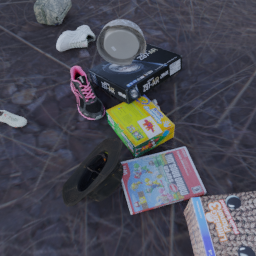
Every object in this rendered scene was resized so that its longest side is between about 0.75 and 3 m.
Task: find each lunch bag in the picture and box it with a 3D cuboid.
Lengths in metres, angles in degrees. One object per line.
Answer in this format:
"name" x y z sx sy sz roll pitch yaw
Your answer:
"lunch bag" -3.639 -5.838 13.744 1.363 1.132 1.625 11 56 11

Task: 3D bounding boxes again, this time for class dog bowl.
"dog bowl" -0.231 -3.151 10.288 1.809 1.809 0.531 3 54 2

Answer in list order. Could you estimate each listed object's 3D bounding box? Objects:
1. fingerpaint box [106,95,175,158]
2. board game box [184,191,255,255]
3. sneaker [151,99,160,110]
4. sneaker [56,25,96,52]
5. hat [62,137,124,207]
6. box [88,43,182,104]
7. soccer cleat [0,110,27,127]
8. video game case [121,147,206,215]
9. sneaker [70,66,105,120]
"fingerpaint box" 0.417 -0.142 9.952 1.634 0.718 1.958 -28 54 -18
"board game box" 3.021 2.892 7.610 2.472 1.197 1.971 -6 55 -5
"sneaker" 1.011 -0.758 10.763 0.355 0.292 0.772 -17 49 -2
"sneaker" -2.306 -3.966 12.706 1.959 0.763 0.974 -37 66 -22
"hat" -0.843 1.519 8.594 1.008 2.498 2.498 45 56 -23
"box" 0.316 -2.311 11.152 2.957 0.644 2.369 -34 46 -24
"soccer cleat" -4.367 -0.363 10.318 1.296 0.503 0.449 14 56 9
"video game case" 1.042 1.635 9.097 2.473 0.216 1.768 -13 56 -9
"sneaker" -1.633 -1.394 10.626 0.972 1.174 2.461 -24 60 -15
